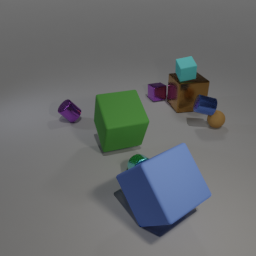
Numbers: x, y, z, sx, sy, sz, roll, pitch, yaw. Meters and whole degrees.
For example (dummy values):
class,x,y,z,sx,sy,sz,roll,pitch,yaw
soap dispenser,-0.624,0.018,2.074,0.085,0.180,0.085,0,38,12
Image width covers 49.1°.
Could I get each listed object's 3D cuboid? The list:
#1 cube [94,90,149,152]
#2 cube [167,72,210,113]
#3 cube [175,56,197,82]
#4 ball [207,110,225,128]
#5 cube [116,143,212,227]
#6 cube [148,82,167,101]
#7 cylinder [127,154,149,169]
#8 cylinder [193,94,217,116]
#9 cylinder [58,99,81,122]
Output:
class,x,y,z,sx,sy,sz,roll,pitch,yaw
cube,-0.277,-0.240,9.343,1.400,1.400,1.400,-10,57,-17
cube,2.694,-1.657,12.778,1.400,1.400,1.400,-6,30,-10
cube,2.434,-2.481,11.780,0.700,0.700,0.700,-12,50,-2
ball,3.515,-0.359,11.166,0.700,0.700,0.700,0,29,0
cube,0.822,1.390,6.775,1.400,1.400,1.400,-22,-8,-32
cube,1.416,-1.771,13.647,0.700,0.700,0.700,-11,25,-18
cylinder,0.404,1.171,8.260,0.700,0.700,0.700,-8,7,-14
cylinder,2.968,-0.877,10.786,0.700,0.700,0.700,13,29,-5
cylinder,-2.403,-0.706,11.537,0.700,0.700,0.700,-27,40,26
